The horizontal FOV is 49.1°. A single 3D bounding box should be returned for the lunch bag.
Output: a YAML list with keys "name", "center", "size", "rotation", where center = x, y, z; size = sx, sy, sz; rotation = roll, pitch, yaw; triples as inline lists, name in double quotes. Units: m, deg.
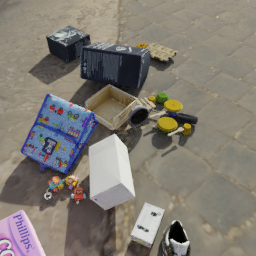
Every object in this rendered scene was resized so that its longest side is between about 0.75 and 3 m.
- name: "lunch bag"
  center: [-2.539, 0.351, 10.185]
  size: [1.917, 1.198, 2.547]
  rotation: [22, 75, 9]

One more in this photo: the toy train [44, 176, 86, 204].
- name: "toy train"
  center: [-2.033, 1.951, 9.169]
  size: [1.331, 0.370, 1.000]
  rotation: [3, 43, -5]

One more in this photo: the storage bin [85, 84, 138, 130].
- name: "storage bin"
  center: [-0.706, -0.874, 11.695]
  size: [1.592, 0.746, 1.581]
  rotation: [30, 53, 25]

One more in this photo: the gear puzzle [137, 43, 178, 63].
- name: "gear puzzle"
  center: [1.414, -4.110, 15.158]
  size: [2.381, 0.312, 1.233]
  rotation: [29, 55, 29]

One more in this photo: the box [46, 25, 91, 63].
- name: "box"
  center: [-3.147, -4.514, 15.006]
  size: [1.686, 1.045, 1.658]
  rotation: [32, 56, 27]

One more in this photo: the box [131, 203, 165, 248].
- name: "box"
  center: [0.595, 2.886, 8.361]
  size: [0.665, 0.343, 1.141]
  rotation: [17, 48, 16]

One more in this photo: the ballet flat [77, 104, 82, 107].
- name: "ballet flat"
  center: [-2.469, -0.492, 11.436]
  size: [0.532, 0.590, 1.568]
  rotation: [30, 53, 26]

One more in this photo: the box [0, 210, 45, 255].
- name: "box"
  center: [-3.283, 3.933, 6.612]
  size: [2.905, 1.404, 2.555]
  rotation: [-25, 51, -23]

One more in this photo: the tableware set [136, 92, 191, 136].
- name: "tableware set"
  center: [1.629, -0.575, 11.711]
  size: [1.740, 0.396, 2.583]
  rotation: [-21, 49, -23]

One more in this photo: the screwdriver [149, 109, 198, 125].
- name: "screwdriver"
  center: [1.504, -0.648, 11.749]
  size: [2.871, 0.400, 0.418]
  rotation: [17, 34, 18]

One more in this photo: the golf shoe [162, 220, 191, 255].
- name: "golf shoe"
  center: [1.260, 3.486, 7.338]
  size: [0.836, 1.016, 2.150]
  rotation: [-1, 48, -3]

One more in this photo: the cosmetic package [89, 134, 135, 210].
- name: "cosmetic package"
  center: [-0.581, 1.367, 9.034]
  size: [1.150, 0.907, 2.138]
  rotation: [-26, 41, 15]

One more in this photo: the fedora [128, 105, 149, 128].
- name: "fedora"
  center: [0.350, -0.536, 11.212]
  size: [1.002, 0.886, 0.453]
  rotation: [-43, 46, 4]

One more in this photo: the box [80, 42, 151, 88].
- name: "box"
  center: [-0.516, -2.934, 12.776]
  size: [2.754, 1.437, 2.038]
  rotation: [12, 25, 11]
